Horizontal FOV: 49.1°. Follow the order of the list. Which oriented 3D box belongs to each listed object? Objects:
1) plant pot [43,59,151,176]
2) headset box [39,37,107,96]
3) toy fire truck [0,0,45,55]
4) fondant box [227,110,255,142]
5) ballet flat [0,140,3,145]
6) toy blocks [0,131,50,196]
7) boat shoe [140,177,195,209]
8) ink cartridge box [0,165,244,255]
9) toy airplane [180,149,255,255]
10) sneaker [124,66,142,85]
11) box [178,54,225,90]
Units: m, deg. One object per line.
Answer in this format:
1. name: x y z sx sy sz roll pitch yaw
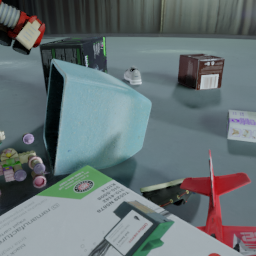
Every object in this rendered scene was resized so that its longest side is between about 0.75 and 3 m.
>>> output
1. plant pot: -0.752 -0.303 6.945 2.248 2.207 2.201 3 20 -24
2. headset box: -1.635 -1.745 9.655 1.357 2.546 2.924 2 22 9
3. toy fire truck: -3.592 -3.166 8.421 2.310 1.689 2.625 21 -8 -34
4. fondant box: 3.837 -0.034 8.205 1.761 0.513 1.270 6 24 16
5. ballet flat: -4.453 0.107 7.664 2.097 0.668 0.707 6 24 13
6. toy blocks: -2.216 0.743 5.376 1.178 1.260 1.061 -12 20 -26
7. boat shoe: 0.884 1.226 5.305 1.564 0.490 0.572 -4 -15 -41
8. ink cartridge box: -0.273 1.689 3.170 2.573 1.085 1.879 20 36 40
9. toy airplane: 1.265 1.418 4.221 2.592 0.477 2.592 -18 37 14
10. sneaker: 0.313 -2.835 14.445 0.763 0.838 2.043 -6 23 -13
11. box: 3.451 -2.732 13.453 1.436 1.421 1.731 -8 24 -19
